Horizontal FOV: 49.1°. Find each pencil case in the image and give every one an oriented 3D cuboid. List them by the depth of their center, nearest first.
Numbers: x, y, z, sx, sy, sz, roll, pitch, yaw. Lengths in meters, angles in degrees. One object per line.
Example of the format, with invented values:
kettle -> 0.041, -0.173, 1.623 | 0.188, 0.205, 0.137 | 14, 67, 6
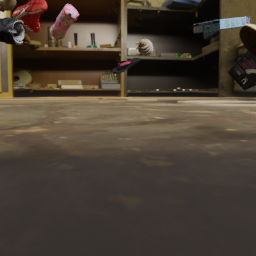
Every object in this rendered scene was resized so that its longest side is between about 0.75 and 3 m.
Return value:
pencil case -> -1.581, -2.605, 6.939 | 0.412, 0.412, 0.943 | -7, -19, -43

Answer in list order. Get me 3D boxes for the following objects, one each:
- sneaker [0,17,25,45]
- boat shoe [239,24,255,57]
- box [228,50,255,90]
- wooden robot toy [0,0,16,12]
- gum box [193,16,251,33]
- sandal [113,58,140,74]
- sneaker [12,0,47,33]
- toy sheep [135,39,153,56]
sneaker -> -3.031, -2.338, 6.783 | 1.008, 0.668, 1.771 | 1, 19, -16
boat shoe -> 3.093, -1.712, 5.874 | 1.581, 0.514, 0.570 | 39, -22, 14
box -> 3.435, -1.709, 7.489 | 0.643, 0.741, 1.212 | -22, -21, -37
wooden robot toy -> -2.826, -3.202, 6.446 | 0.936, 0.964, 2.124 | 26, 21, -16
gum box -> 2.699, -2.976, 8.086 | 1.212, 0.270, 1.030 | -17, 19, -26
sandal -> -0.093, -2.322, 10.084 | 1.280, 0.289, 0.481 | -38, 43, -28
sneaker -> -2.644, -3.226, 8.117 | 1.313, 0.514, 0.759 | 5, -24, 34
toy sheep -> 0.701, -3.260, 11.422 | 0.675, 0.675, 0.979 | 3, -16, 24
